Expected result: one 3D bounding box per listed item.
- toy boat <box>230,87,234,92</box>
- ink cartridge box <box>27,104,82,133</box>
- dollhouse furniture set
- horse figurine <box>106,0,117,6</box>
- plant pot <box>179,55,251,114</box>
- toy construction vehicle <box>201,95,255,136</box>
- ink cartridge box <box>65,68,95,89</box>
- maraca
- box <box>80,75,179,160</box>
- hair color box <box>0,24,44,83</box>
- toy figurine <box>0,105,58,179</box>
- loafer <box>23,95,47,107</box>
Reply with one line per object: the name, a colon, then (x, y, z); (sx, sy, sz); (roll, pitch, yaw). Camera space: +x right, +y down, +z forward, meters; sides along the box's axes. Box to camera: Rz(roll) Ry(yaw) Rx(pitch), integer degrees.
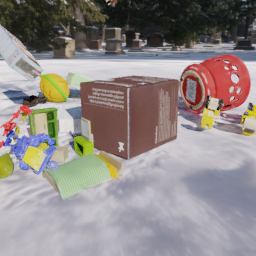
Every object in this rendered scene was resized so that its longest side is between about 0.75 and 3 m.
toy boat: (4.467, -2.144, 13.501); (1.437, 0.794, 1.710); (12, 21, 37)
ink cartridge box: (-1.863, -0.329, 8.006); (1.642, 0.417, 1.864); (-1, 16, -8)
dollhouse furniture set: (-1.113, 0.269, 5.148); (1.174, 0.907, 2.349); (-11, 20, -33)
horse figurine: (-0.719, -5.126, 10.653); (0.616, 0.929, 0.232); (-42, 18, 11)
plant pot: (2.770, -1.378, 9.231); (1.677, 1.842, 1.842); (-17, 22, -24)
toy construction vehicle: (2.883, -0.252, 7.598); (1.752, 0.709, 2.013); (16, 23, 14)
ink cartridge box: (-1.746, -1.875, 11.881); (1.782, 0.587, 2.449); (20, 6, -26)
maraca: (-2.985, -1.632, 11.107); (1.022, 1.310, 1.911); (-42, 37, -15)
box: (0.077, -0.355, 6.304); (1.463, 1.448, 1.763); (14, 22, 40)
hair color box: (-3.255, -2.173, 8.107); (1.781, 0.540, 0.882); (48, 4, 30)
toy figurine: (-1.579, 0.526, 4.355); (0.925, 1.544, 0.814); (30, 26, -8)
loafer: (-3.478, -1.056, 10.512); (0.412, 0.402, 1.128); (6, 18, 21)
